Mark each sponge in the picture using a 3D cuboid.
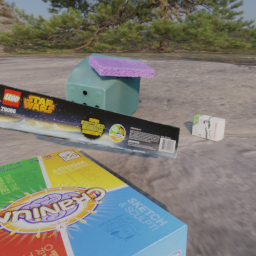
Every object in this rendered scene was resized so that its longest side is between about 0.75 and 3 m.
[{"bbox_3d":[-0.178,-1.687,7.773,1.660,0.248,0.926,-3,31,-30],"label":"sponge"}]

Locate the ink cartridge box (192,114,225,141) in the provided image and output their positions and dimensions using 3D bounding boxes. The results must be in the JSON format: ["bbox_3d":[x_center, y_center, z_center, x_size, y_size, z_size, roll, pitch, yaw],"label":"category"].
[{"bbox_3d":[2.127,-0.016,7.420,0.321,0.557,0.762,-14,22,-42],"label":"ink cartridge box"}]

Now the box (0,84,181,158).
[{"bbox_3d":[-0.783,-0.028,4.488,2.680,0.534,1.835,13,-6,-29],"label":"box"}]

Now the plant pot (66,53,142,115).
[{"bbox_3d":[-0.800,-1.097,8.733,1.812,1.811,2.563,11,26,12],"label":"plant pot"}]

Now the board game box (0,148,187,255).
[{"bbox_3d":[-1.038,1.194,3.668,2.199,0.580,2.874,-14,23,-35],"label":"board game box"}]
